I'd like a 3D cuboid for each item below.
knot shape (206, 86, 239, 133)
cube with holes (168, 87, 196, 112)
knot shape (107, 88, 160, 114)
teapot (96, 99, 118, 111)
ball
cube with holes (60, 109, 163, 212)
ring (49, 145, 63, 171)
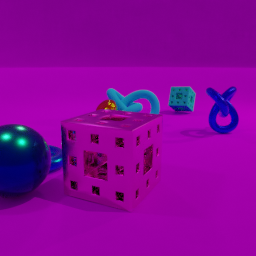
[{"bbox_3d":[2.825,-0.687,8.256,0.674,1.459,1.365,-4,31,41],"label":"knot shape"},{"bbox_3d":[2.183,-1.154,11.292,0.784,0.784,0.784,4,-12,31],"label":"cube with holes"},{"bbox_3d":[0.171,-0.684,9.249,1.771,0.874,1.892,1,36,-4],"label":"knot shape"},{"bbox_3d":[-0.574,-0.476,8.256,0.690,0.543,1.110,-47,31,-11],"label":"teapot"},{"bbox_3d":[-1.788,0.501,4.376,1.138,1.138,1.138,0,14,0],"label":"ball"},{"bbox_3d":[-0.215,0.418,4.586,1.202,1.202,1.202,7,15,25],"label":"cube with holes"},{"bbox_3d":[-1.909,0.587,5.662,1.344,0.269,1.344,5,11,-1],"label":"ring"}]
